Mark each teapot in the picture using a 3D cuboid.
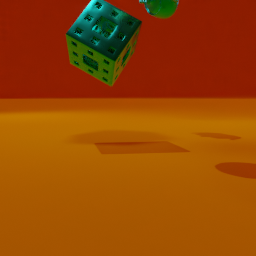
[{"bbox_3d":[0.859,-3.423,7.463,0.798,1.013,1.629,-21,29,-28],"label":"teapot"}]

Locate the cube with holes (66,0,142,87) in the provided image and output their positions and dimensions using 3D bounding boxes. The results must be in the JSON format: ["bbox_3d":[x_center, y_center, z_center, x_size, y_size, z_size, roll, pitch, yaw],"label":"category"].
[{"bbox_3d":[-0.483,-1.701,5.644,1.038,1.038,1.038,30,-18,3],"label":"cube with holes"}]
